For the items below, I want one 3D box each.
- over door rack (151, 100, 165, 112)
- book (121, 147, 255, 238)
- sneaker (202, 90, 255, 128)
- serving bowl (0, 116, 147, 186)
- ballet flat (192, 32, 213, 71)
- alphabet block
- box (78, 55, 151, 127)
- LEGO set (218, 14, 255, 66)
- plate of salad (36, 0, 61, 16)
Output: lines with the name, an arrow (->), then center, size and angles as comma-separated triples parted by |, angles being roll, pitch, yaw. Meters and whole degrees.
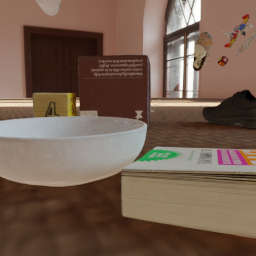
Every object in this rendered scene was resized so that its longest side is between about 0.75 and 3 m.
over door rack -> 1.380, -1.133, 15.125 | 1.226, 0.408, 0.905 | -22, 9, -3
book -> 1.412, 0.525, 2.803 | 2.570, 0.618, 1.717 | 0, 4, 16
sneaker -> 3.540, -0.660, 9.132 | 0.976, 1.166, 2.570 | -9, 10, -35
serving bowl -> -0.825, 0.284, 3.686 | 2.158, 0.710, 2.158 | -1, 7, 0
ballet flat -> 2.564, -2.572, 9.836 | 0.609, 0.601, 1.788 | 36, -13, 22
alphabet block -> -2.259, -0.567, 8.762 | 1.090, 1.071, 1.065 | 1, 9, 2
box -> -0.315, -1.266, 9.733 | 2.213, 2.191, 2.668 | 1, 8, 5
LEGO set -> 3.449, -3.002, 8.164 | 0.605, 2.465, 1.842 | 32, 43, -5
plate of salad -> -1.614, -3.027, 5.266 | 0.413, 1.718, 1.718 | -28, 21, -28
